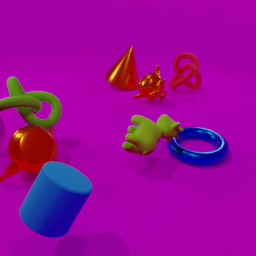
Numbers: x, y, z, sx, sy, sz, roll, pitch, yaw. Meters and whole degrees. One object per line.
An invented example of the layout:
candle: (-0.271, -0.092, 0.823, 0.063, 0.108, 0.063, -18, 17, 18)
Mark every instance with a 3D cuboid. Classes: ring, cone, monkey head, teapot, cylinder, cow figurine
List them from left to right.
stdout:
teapot: (-2.101, 0.524, 5.957, 0.828, 1.052, 1.692, -26, 21, 47)
cylinder: (-1.020, 1.005, 4.011, 0.770, 0.770, 0.770, 30, 8, -5)
cone: (-0.031, -2.420, 10.442, 1.425, 1.430, 1.425, 13, 32, -8)
monkey head: (0.840, -1.346, 9.334, 0.831, 1.379, 0.992, 42, 10, 32)
cow figurine: (0.570, 0.167, 6.087, 1.189, 0.663, 1.208, 19, 45, -1)
ring: (1.679, 0.401, 6.788, 1.492, 0.298, 1.492, 0, 29, 0)

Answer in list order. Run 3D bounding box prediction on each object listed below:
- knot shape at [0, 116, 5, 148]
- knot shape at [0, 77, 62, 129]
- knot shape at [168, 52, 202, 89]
knot shape: (-3.823, 0.127, 6.316, 1.943, 0.959, 2.076, -10, 46, -26)
knot shape: (-2.464, -0.653, 6.707, 1.572, 0.726, 1.471, 13, 23, -45)
knot shape: (2.107, -2.106, 10.258, 1.435, 1.342, 0.663, 2, -5, 45)
